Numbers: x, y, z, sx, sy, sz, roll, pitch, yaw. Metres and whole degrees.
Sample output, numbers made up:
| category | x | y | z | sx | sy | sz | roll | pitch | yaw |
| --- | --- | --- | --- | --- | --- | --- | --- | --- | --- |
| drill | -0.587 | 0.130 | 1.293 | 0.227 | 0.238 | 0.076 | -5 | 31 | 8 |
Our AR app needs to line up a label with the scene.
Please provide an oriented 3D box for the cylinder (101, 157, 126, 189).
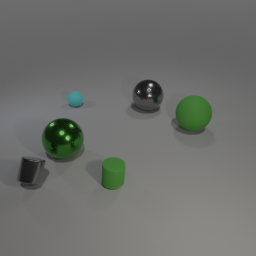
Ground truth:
| category | x | y | z | sx | sy | sz | roll | pitch | yaw |
| --- | --- | --- | --- | --- | --- | --- | --- | --- | --- |
| cylinder | -0.442 | 1.363 | 8.470 | 0.700 | 0.700 | 0.700 | 4 | 30 | -2 |

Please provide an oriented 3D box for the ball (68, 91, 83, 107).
| category | x | y | z | sx | sy | sz | roll | pitch | yaw |
| --- | --- | --- | --- | --- | --- | --- | --- | --- | --- |
| ball | -2.431 | -1.346 | 12.992 | 0.700 | 0.700 | 0.700 | 0 | 31 | 0 |

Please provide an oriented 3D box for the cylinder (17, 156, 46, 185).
| category | x | y | z | sx | sy | sz | roll | pitch | yaw |
| --- | --- | --- | --- | --- | --- | --- | --- | --- | --- |
| cylinder | -2.874 | 1.254 | 8.328 | 0.700 | 0.700 | 0.700 | 12 | -2 | 1 |

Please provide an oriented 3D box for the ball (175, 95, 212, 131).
| category | x | y | z | sx | sy | sz | roll | pitch | yaw |
| --- | --- | --- | --- | --- | --- | --- | --- | --- | --- |
| ball | 2.570 | -0.582 | 10.970 | 1.400 | 1.400 | 1.400 | 0 | 31 | 0 |

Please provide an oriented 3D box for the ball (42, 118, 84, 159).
| category | x | y | z | sx | sy | sz | roll | pitch | yaw |
| --- | --- | --- | --- | --- | --- | --- | --- | --- | --- |
| ball | -2.208 | 0.357 | 9.524 | 1.400 | 1.400 | 1.400 | 0 | 31 | 0 |

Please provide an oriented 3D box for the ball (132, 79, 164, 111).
| category | x | y | z | sx | sy | sz | roll | pitch | yaw |
| --- | --- | --- | --- | --- | --- | --- | --- | --- | --- |
| ball | 0.890 | -1.461 | 12.519 | 1.400 | 1.400 | 1.400 | 0 | 31 | 0 |
